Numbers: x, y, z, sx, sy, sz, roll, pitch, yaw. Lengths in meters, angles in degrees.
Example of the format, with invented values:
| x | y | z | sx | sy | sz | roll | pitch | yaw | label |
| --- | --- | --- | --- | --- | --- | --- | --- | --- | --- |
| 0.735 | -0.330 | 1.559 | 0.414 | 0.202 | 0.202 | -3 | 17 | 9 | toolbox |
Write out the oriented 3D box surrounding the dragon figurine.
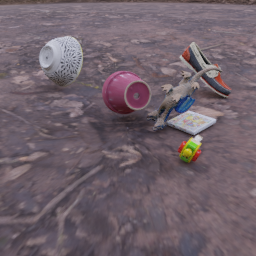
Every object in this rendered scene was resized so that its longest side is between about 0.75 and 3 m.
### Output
| x | y | z | sx | sy | sz | roll | pitch | yaw | label |
| --- | --- | --- | --- | --- | --- | --- | --- | --- | --- |
| 1.502 | -0.921 | 7.974 | 2.452 | 1.219 | 0.722 | -38 | 71 | -15 | dragon figurine |

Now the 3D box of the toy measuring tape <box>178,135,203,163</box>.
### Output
| x | y | z | sx | sy | sz | roll | pitch | yaw | label |
| --- | --- | --- | --- | --- | --- | --- | --- | --- | --- |
| 1.553 | 0.519 | 6.880 | 0.543 | 0.543 | 1.477 | 12 | 13 | 21 | toy measuring tape |

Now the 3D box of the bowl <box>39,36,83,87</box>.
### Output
| x | y | z | sx | sy | sz | roll | pitch | yaw | label |
| --- | --- | --- | --- | --- | --- | --- | --- | --- | --- |
| -2.707 | -2.579 | 10.537 | 1.949 | 1.949 | 0.915 | 22 | 12 | 34 | bowl |

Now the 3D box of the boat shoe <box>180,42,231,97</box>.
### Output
| x | y | z | sx | sy | sz | roll | pitch | yaw | label |
| --- | --- | --- | --- | --- | --- | --- | --- | --- | --- |
| 2.956 | -2.132 | 10.319 | 2.413 | 0.755 | 0.859 | 50 | 28 | 17 | boat shoe |

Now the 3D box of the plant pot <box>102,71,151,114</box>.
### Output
| x | y | z | sx | sy | sz | roll | pitch | yaw | label |
| --- | --- | --- | --- | --- | --- | --- | --- | --- | --- |
| 0.044 | -1.002 | 8.196 | 1.315 | 1.315 | 1.177 | -13 | 16 | -23 | plant pot |

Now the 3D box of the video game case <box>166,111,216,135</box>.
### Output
| x | y | z | sx | sy | sz | roll | pitch | yaw | label |
| --- | --- | --- | --- | --- | --- | --- | --- | --- | --- |
| 1.870 | -0.179 | 8.295 | 1.101 | 0.126 | 1.002 | -25 | 33 | -35 | video game case |
